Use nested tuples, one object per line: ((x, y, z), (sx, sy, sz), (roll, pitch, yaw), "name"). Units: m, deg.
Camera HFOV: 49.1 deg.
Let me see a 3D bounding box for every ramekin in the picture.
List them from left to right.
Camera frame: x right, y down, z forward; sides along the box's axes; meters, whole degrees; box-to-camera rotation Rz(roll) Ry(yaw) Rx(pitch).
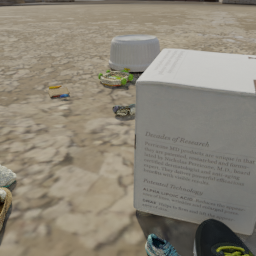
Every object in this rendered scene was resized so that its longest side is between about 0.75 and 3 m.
((0.350, -3.662, 13.403), (2.566, 1.347, 2.566), (-1, 26, 0), "ramekin")

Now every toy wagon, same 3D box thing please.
((-0.414, -2.197, 11.929), (1.268, 0.323, 1.634), (17, 32, 27), "toy wagon")

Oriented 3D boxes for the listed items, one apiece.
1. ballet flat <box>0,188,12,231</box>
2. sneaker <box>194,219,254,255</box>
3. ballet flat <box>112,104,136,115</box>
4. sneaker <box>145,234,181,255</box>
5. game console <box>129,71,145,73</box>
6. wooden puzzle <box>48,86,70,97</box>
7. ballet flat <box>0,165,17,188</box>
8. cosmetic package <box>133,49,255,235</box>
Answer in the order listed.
((-2.446, 1.431, 5.202), (0.452, 0.419, 1.283), (-7, 29, -13), "ballet flat")
((1.599, 1.992, 3.515), (0.928, 1.055, 2.492), (-5, 29, -10), "sneaker")
((-0.007, -0.563, 9.020), (0.980, 0.352, 0.352), (-5, 29, -9), "ballet flat")
((0.601, 1.951, 4.318), (0.824, 0.355, 0.320), (22, 36, 35), "sneaker")
((0.424, -2.842, 13.270), (0.773, 0.158, 1.310), (0, 28, -1), "game console")
((-2.619, -1.354, 10.601), (0.803, 0.139, 1.191), (-11, 30, -11), "wooden puzzle")
((-3.296, 0.908, 6.022), (1.721, 0.617, 0.617), (5, 29, 7), "ballet flat")
((1.420, 0.100, 5.297), (2.177, 2.639, 2.175), (8, 30, 15), "cosmetic package")
